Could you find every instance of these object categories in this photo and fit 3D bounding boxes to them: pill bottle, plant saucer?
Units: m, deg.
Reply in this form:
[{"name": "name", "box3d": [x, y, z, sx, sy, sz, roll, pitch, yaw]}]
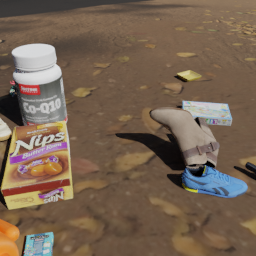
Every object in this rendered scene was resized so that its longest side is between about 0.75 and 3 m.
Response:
[{"name": "pill bottle", "box3d": [-3.181, -1.394, 10.154, 1.658, 2.911, 1.658, 0, 33, 0]}, {"name": "plant saucer", "box3d": [3.174, -2.673, 14.576, 0.937, 0.227, 0.937, -19, 38, -25]}]

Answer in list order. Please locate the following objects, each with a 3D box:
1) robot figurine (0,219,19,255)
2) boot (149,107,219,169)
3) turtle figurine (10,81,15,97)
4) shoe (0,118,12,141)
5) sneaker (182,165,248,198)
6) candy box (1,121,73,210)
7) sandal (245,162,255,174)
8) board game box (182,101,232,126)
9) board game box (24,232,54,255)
[{"name": "robot figurine", "box3d": [-3.308, 2.509, 5.410, 2.839, 1.655, 2.042, 20, 58, 25]}, {"name": "boot", "box3d": [1.782, 0.366, 8.623, 2.341, 0.822, 1.711, 9, 60, -18]}, {"name": "turtle figurine", "box3d": [-4.966, -2.083, 13.201, 1.258, 0.846, 1.680, -11, 29, -16]}, {"name": "shoe", "box3d": [-5.288, -0.183, 10.349, 2.550, 0.681, 0.892, 21, 38, 28]}, {"name": "sneaker", "box3d": [2.443, 1.460, 7.838, 1.832, 0.718, 0.604, 6, 32, 7]}, {"name": "candy box", "box3d": [-2.654, 0.942, 8.505, 1.745, 0.844, 2.991, -8, 32, -10]}, {"name": "sandal", "box3d": [3.966, 1.287, 8.244, 0.218, 0.387, 1.017, -42, 56, -19]}, {"name": "board game box", "box3d": [3.140, -0.616, 11.344, 1.860, 0.318, 1.250, 5, 34, 8]}, {"name": "board game box", "box3d": [-2.009, 2.765, 6.303, 0.591, 0.184, 0.782, -5, 33, -7]}]
